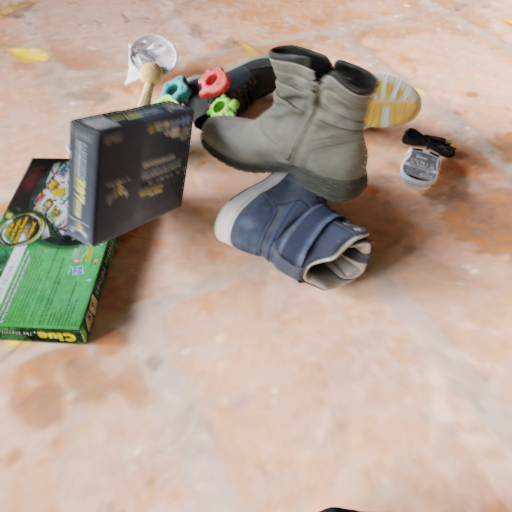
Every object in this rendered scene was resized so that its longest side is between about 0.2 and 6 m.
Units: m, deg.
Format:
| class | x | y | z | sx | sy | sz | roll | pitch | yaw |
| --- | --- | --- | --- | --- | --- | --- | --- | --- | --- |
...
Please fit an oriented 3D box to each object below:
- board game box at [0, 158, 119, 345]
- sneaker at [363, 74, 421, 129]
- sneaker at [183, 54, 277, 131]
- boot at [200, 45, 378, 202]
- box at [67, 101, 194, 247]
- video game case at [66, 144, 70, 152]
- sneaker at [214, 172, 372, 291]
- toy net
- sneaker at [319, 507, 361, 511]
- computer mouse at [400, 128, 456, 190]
| class | x | y | z | sx | sy | sz | roll | pitch | yaw |
| --- | --- | --- | --- | --- | --- | --- | --- | --- | --- |
| board game box | -3.312 | -0.273 | 9.244 | 1.985 | 0.445 | 3.790 | 4 | 48 | 1 |
| sneaker | 2.192 | -2.933 | 10.903 | 1.111 | 0.959 | 2.535 | 0 | 11 | -45 |
| sneaker | -0.273 | -3.388 | 12.006 | 2.546 | 0.952 | 1.352 | -18 | 53 | -4 |
| boot | 0.401 | -2.232 | 8.471 | 3.160 | 2.064 | 1.070 | 23 | 51 | 29 |
| box | -1.923 | -1.355 | 8.797 | 0.585 | 1.807 | 2.291 | 25 | 30 | 20 |
| video game case | -3.178 | -1.968 | 11.117 | 0.873 | 0.110 | 1.219 | -21 | 50 | -19 |
| sneaker | 1.160 | -0.745 | 9.183 | 2.244 | 1.181 | 3.106 | 28 | 54 | 27 |
| toy net | -1.881 | -3.712 | 11.661 | 2.170 | 0.799 | 4.136 | -36 | 54 | 13 |
| sneaker | 1.712 | 3.129 | 5.584 | 2.594 | 1.136 | 0.982 | 5 | 47 | 5 |
| computer mouse | 3.151 | -1.765 | 10.738 | 1.088 | 0.435 | 1.985 | 22 | 44 | 13 |
